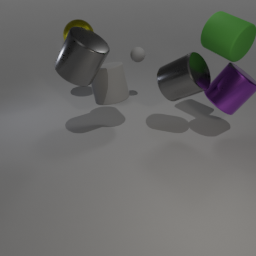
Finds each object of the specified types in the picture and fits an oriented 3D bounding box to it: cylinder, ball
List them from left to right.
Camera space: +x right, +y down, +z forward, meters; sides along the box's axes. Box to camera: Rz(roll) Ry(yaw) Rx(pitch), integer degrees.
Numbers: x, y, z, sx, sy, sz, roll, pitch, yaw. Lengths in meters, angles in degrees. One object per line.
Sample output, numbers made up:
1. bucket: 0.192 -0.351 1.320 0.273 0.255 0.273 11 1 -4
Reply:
1. ball: -2.202 -4.134 12.578 1.400 1.400 1.400 0 30 0
2. cylinder: -1.528 -2.348 9.260 1.400 1.400 1.400 24 35 -19
3. cylinder: -0.757 -1.784 11.171 1.400 1.400 1.400 -11 21 4
4. ball: 0.460 -3.453 13.196 0.700 0.700 0.700 0 30 0
5. cylinder: 2.000 -1.807 10.069 1.400 1.400 1.400 -17 12 44
6. cylinder: 3.642 -3.335 10.224 1.400 1.400 1.400 -21 48 -33
7. cylinder: 3.789 -1.435 10.296 1.400 1.400 1.400 29 29 -18
